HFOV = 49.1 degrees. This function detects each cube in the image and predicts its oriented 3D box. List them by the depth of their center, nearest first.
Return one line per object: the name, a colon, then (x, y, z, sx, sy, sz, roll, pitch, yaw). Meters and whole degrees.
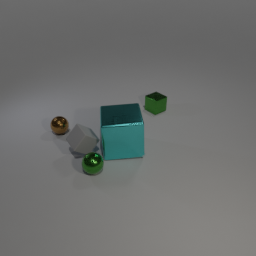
cube: (-1.543, 0.389, 9.553, 0.700, 0.700, 0.700, 25, 17, -49)
cube: (-0.212, 0.105, 9.765, 1.400, 1.400, 1.400, -5, 33, -3)
cube: (1.228, -1.100, 12.387, 0.700, 0.700, 0.700, -24, 40, -32)

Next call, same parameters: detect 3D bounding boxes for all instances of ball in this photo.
ball: (-1.121, 1.116, 8.909, 0.700, 0.700, 0.700, 0, 33, 0)
ball: (-2.652, -0.114, 10.861, 0.700, 0.700, 0.700, 0, 33, 0)
